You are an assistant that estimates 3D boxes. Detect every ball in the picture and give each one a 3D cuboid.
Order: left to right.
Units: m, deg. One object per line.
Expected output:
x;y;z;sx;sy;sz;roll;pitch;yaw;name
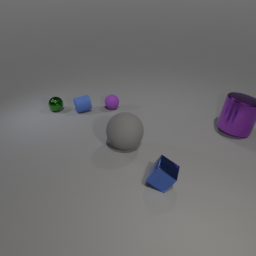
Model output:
-3.439;-1.150;13.368;0.700;0.700;0.700;0;29;0;ball
-0.776;-1.275;13.548;0.700;0.700;0.700;0;29;0;ball
-0.112;0.103;10.421;1.400;1.400;1.400;0;29;0;ball

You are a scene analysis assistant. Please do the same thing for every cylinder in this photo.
-2.148;-1.157;13.289;0.700;0.700;0.700;-18;33;-15;cylinder
4.507;-0.555;11.369;1.400;1.400;1.400;10;27;-5;cylinder

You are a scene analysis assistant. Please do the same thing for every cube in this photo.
1.076;1.405;8.608;0.700;0.700;0.700;34;34;-3;cube
